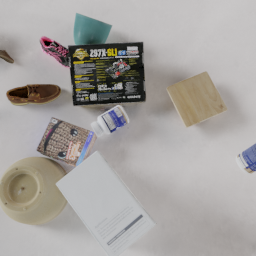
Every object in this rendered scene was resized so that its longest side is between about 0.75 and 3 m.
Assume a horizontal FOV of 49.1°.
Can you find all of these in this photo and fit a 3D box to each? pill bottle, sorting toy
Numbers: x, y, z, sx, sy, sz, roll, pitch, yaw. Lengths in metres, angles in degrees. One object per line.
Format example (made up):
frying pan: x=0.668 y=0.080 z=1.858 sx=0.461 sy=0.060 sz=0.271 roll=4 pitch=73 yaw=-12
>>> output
pill bottle: x=3.967 y=0.812 z=8.450 sx=0.694 sy=0.694 sz=1.250 roll=53 pitch=125 yaw=12
sorting toy: x=2.708 y=-1.085 z=11.286 sx=1.798 sy=0.629 sz=1.809 roll=-23 pitch=77 yaw=-5
pill bottle: x=-0.722 y=-0.237 z=10.968 sx=1.379 sy=0.825 sz=0.825 roll=-30 pitch=77 yaw=-7

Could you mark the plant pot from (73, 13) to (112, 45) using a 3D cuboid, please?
plant pot: x=-1.564 y=-3.887 z=11.587 sx=1.545 sy=1.545 sz=1.240 roll=22 pitch=107 yaw=5

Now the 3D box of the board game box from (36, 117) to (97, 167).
board game box: x=-2.299 y=0.603 z=10.722 sx=1.778 sy=0.861 sz=1.417 roll=19 pitch=76 yaw=6

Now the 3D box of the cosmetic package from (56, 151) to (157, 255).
cosmetic package: x=-0.677 y=2.468 z=9.262 sx=1.687 sy=2.735 sz=2.744 roll=-37 pitch=78 yaw=-9

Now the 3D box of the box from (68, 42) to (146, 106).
box: x=-0.792 y=-2.108 z=11.091 sx=2.941 sy=0.726 sz=2.348 roll=-4 pitch=97 yaw=-1

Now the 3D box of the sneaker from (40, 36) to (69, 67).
sneaker: x=-2.899 y=-3.231 z=11.712 sx=1.924 sy=0.917 sz=0.760 roll=28 pitch=75 yaw=5

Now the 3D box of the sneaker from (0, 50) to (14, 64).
sneaker: x=-5.273 y=-3.136 z=11.963 sx=1.053 sy=0.371 sz=0.398 roll=27 pitch=73 yaw=6

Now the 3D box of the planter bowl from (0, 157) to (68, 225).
planter bowl: x=-3.458 y=2.167 z=9.889 sx=2.543 sy=1.711 sz=2.543 roll=0 pitch=76 yaw=0

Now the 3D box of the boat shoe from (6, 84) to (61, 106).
boat shoe: x=-3.814 y=-1.387 z=11.314 sx=2.153 sy=0.727 sz=0.775 roll=-9 pitch=76 yaw=-2
